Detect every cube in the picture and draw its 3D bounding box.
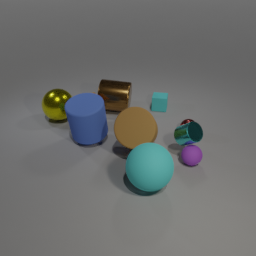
[{"bbox_3d":[1.510,-1.239,13.316,0.700,0.700,0.700,5,30,10],"label":"cube"}]

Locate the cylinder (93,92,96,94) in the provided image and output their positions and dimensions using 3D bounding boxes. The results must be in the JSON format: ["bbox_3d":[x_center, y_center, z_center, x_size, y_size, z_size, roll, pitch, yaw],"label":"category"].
[{"bbox_3d":[-1.524,-1.029,11.671,0.700,0.700,0.700,-26,15,7],"label":"cylinder"}]

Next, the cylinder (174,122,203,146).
[{"bbox_3d":[2.020,0.199,9.376,0.700,0.700,0.700,-20,-3,-31],"label":"cylinder"}]

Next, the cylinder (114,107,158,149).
[{"bbox_3d":[0.316,0.038,9.770,1.400,1.400,1.400,5,-3,9],"label":"cylinder"}]

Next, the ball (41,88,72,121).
[{"bbox_3d":[-3.028,-1.013,12.170,1.400,1.400,1.400,0,29,0],"label":"ball"}]

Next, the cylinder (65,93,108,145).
[{"bbox_3d":[-1.504,-0.347,10.362,1.400,1.400,1.400,-3,41,3],"label":"cylinder"}]

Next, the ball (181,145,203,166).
[{"bbox_3d":[2.142,0.909,9.400,0.700,0.700,0.700,0,29,0],"label":"ball"}]

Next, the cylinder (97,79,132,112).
[{"bbox_3d":[-0.595,-1.479,12.907,1.400,1.400,1.400,7,30,4],"label":"cylinder"}]

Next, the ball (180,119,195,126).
[{"bbox_3d":[2.398,-0.017,11.103,0.700,0.700,0.700,0,29,0],"label":"ball"}]

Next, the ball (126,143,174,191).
[{"bbox_3d":[0.628,1.127,8.139,1.400,1.400,1.400,0,29,0],"label":"ball"}]
